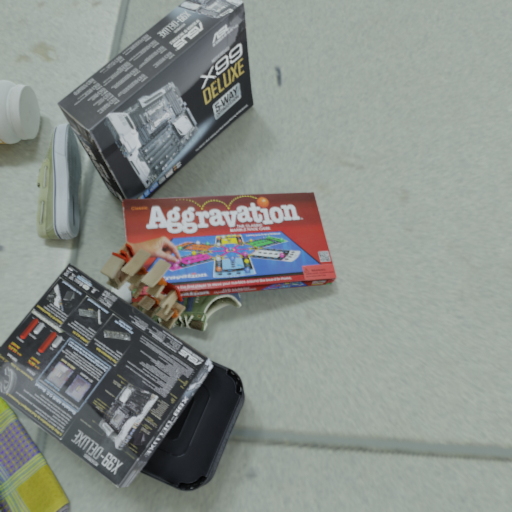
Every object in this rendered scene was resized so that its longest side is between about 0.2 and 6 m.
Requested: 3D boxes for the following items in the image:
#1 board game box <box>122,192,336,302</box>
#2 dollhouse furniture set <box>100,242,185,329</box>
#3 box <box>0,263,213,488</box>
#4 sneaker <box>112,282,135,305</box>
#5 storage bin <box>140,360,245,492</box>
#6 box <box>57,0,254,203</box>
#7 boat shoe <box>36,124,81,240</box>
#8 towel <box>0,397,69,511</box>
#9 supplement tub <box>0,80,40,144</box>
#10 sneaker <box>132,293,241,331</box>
[{"bbox_3d":[-0.537,-0.265,11.287,4.057,0.395,2.089,-4,64,-16],"label":"board game box"},{"bbox_3d":[-1.867,0.379,9.567,1.421,1.437,0.740,25,61,21],"label":"dollhouse furniture set"},{"bbox_3d":[-2.625,1.920,9.334,3.029,0.754,2.388,32,73,11],"label":"box"},{"bbox_3d":[-2.400,0.085,11.383,0.763,0.804,1.997,20,62,2],"label":"sneaker"},{"bbox_3d":[-1.951,2.690,10.232,3.145,1.474,2.126,21,71,8],"label":"storage bin"},{"bbox_3d":[-1.768,-3.117,11.442,0.969,3.072,3.895,40,74,17],"label":"box"},{"bbox_3d":[-4.323,-1.625,12.074,0.822,0.954,2.651,-5,72,2],"label":"boat shoe"},{"bbox_3d":[-4.877,4.152,10.316,1.934,0.307,2.693,-35,74,-11],"label":"towel"},{"bbox_3d":[-5.943,-3.178,12.374,1.902,1.376,1.376,0,70,0],"label":"supplement tub"},{"bbox_3d":[-1.391,1.062,11.108,2.403,0.806,1.079,-27,74,-15],"label":"sneaker"}]
